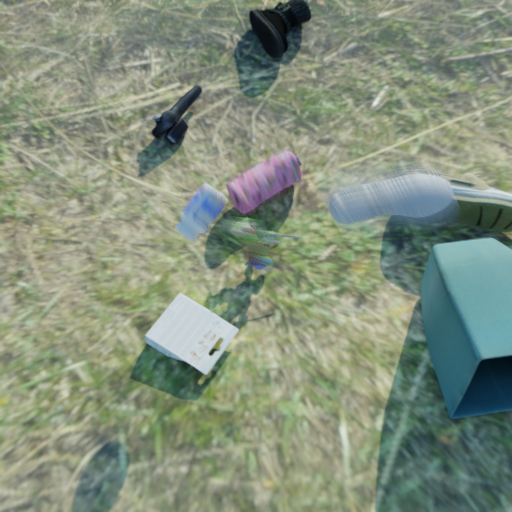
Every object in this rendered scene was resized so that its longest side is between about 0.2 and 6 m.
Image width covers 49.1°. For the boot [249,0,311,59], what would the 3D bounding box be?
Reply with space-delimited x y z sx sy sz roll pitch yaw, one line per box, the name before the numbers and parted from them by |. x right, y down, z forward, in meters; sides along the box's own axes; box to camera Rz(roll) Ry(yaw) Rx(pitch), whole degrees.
boot | 0.782 -5.815 14.150 1.447 0.728 1.936 -16 56 -11

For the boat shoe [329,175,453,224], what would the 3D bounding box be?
boat shoe | 1.873 -0.835 7.941 1.690 0.599 0.590 -11 21 9

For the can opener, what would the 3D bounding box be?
can opener | -1.753 -3.203 12.518 0.577 0.715 1.820 -13 40 40

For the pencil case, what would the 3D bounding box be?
pencil case | 0.173 -1.457 11.103 1.577 0.653 0.682 -32 29 -18

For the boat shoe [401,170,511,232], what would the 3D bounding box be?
boat shoe | 4.042 -1.134 10.703 2.621 0.979 0.896 11 61 9

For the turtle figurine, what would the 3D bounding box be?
turtle figurine | 0.068 -0.338 10.213 0.965 0.695 0.936 -45 106 0

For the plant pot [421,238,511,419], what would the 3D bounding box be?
plant pot | 3.631 0.965 8.854 1.710 1.709 2.420 -6 48 -4

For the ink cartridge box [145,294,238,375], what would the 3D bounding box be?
ink cartridge box | -1.075 1.338 9.423 1.245 0.294 0.996 30 59 13

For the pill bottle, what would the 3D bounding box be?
pill bottle | -0.891 -0.673 8.921 0.486 0.486 0.868 36 87 23
